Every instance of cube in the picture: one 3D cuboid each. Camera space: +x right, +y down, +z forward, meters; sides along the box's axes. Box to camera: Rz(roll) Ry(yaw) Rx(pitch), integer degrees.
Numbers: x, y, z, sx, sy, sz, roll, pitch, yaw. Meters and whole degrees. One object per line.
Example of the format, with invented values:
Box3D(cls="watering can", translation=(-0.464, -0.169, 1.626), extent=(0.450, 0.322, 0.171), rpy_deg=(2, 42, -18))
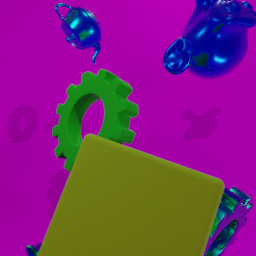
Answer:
Box3D(cls="cube", translation=(0.110, 0.986, 2.980), extent=(1.327, 1.327, 1.327), rpy_deg=(18, 82, 16))

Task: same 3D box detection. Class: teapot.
Box3D(cls="teapot", translation=(-1.035, -2.084, 6.159), extent=(0.737, 0.936, 1.505), rpy_deg=(-45, 109, -15))

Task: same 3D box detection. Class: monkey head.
Box3D(cls="monkey head", translation=(1.157, -1.464, 4.191), extent=(1.430, 1.198, 1.987), rpy_deg=(49, 42, 12))

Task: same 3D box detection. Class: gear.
Box3D(cls="gear", translation=(-0.673, -0.115, 5.178), extent=(1.902, 0.352, 1.902), rpy_deg=(-14, 68, 38))
Box3D(cls="gear", translation=(1.248, 1.572, 4.104), extent=(1.520, 1.520, 0.281), rpy_deg=(-37, 48, -21))

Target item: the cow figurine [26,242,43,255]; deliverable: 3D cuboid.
Box3D(cls="cow figurine", translation=(-0.904, 1.832, 4.248), extent=(1.171, 1.190, 0.653), rpy_deg=(-18, 83, -57))
